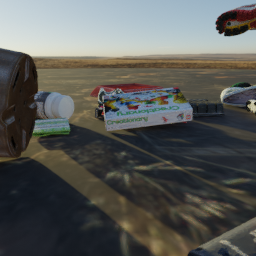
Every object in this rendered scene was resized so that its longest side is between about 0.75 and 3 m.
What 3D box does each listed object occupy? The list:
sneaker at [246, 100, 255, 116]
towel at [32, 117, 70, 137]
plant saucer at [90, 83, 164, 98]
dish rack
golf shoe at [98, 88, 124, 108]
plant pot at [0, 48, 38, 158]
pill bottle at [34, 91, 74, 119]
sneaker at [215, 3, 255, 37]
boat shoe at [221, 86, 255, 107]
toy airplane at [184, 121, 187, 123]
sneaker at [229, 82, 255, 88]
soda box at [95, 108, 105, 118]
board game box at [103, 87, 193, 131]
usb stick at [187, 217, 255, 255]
[{"bbox_3d":[4.399,-0.660,9.085,0.695,0.511,1.536,-1,12,6],"label":"sneaker"},{"bbox_3d":[-2.005,-0.012,7.324,0.939,0.193,1.258,-6,18,-14],"label":"towel"},{"bbox_3d":[0.072,-1.744,13.332,2.892,0.531,2.886,-9,17,-33],"label":"plant saucer"},{"bbox_3d":[2.399,-0.759,9.677,1.298,0.462,1.692,-1,12,-8],"label":"dish rack"},{"bbox_3d":[-0.177,-0.997,9.907,1.794,0.790,0.693,0,13,-6],"label":"golf shoe"},{"bbox_3d":[-3.152,-0.527,5.109,2.564,2.590,2.590,7,14,-6],"label":"plant pot"},{"bbox_3d":[-2.437,-0.679,8.498,1.484,0.839,0.839,8,16,26],"label":"pill bottle"},{"bbox_3d":[3.880,-3.330,8.212,2.411,0.938,0.991,7,35,31],"label":"sneaker"},{"bbox_3d":[4.771,-1.176,10.478,2.474,0.912,0.793,1,20,19],"label":"boat shoe"},{"bbox_3d":[0.624,-0.585,8.457,2.389,0.439,2.389,1,27,0],"label":"toy airplane"},{"bbox_3d":[4.823,-1.447,11.898,2.174,0.848,0.926,-1,4,-41],"label":"sneaker"},{"bbox_3d":[-0.587,-0.478,8.833,0.894,0.283,0.316,0,14,-2],"label":"soda box"},{"bbox_3d":[0.466,-0.561,7.729,2.277,0.394,1.437,-7,32,-4],"label":"board game box"},{"bbox_3d":[1.485,1.043,2.675,2.216,0.361,0.615,-10,24,-32],"label":"usb stick"}]
